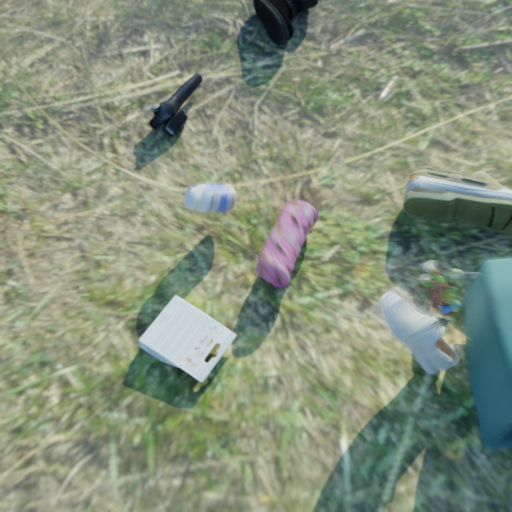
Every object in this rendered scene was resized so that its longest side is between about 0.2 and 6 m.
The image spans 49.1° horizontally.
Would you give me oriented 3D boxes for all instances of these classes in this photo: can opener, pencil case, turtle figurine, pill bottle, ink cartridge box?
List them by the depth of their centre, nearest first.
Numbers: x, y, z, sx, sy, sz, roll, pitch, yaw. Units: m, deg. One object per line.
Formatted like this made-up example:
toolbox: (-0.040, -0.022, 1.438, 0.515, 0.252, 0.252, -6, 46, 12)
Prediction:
ink cartridge box: (-1.099, 1.357, 9.027, 1.245, 0.294, 0.996, 31, 61, 12)
turtle figurine: (3.231, 0.487, 9.324, 0.965, 0.695, 0.936, -42, 50, 4)
pencil case: (0.548, -0.232, 9.811, 0.682, 0.653, 1.577, 31, 60, -4)
pill bottle: (-0.824, -1.023, 9.944, 0.868, 0.486, 0.486, -5, 50, -41)
can opener: (-1.699, -3.283, 11.988, 0.577, 0.715, 1.820, -11, 42, 41)

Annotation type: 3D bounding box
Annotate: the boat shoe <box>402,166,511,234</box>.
boat shoe: (4.057, -1.092, 10.190, 2.621, 0.979, 0.896, 12, 63, 9)

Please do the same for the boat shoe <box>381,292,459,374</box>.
boat shoe: (2.489, 1.113, 8.335, 0.590, 1.690, 0.599, -25, 26, 32)

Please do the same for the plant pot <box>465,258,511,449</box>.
plant pot: (4.056, 1.289, 8.119, 1.710, 1.709, 2.420, -4, 57, 1)

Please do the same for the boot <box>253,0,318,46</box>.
boot: (0.880, -5.912, 13.520, 1.447, 0.728, 1.936, -16, 58, -11)
